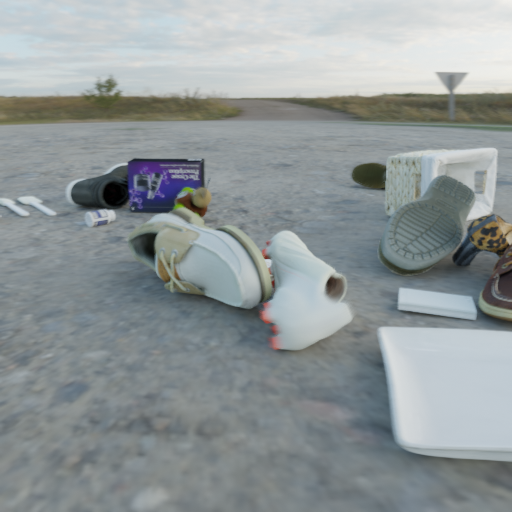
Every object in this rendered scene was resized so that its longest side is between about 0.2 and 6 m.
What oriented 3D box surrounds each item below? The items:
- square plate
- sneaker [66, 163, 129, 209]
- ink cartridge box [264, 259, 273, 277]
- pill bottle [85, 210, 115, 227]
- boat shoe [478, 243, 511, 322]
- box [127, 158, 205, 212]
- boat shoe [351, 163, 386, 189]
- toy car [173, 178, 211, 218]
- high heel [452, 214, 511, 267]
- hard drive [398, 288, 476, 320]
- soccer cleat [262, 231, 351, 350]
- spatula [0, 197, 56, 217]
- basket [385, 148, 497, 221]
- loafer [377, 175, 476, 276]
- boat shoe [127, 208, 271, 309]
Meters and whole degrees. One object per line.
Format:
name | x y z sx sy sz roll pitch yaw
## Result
square plate | 2.515 1.377 5.662 2.399 0.341 2.377 2 17 7
sneaker | -3.666 -1.854 15.247 1.337 0.953 2.695 13 27 31
ink cartridge box | -0.019 0.213 9.706 1.093 0.312 0.888 15 9 -34
pill bottle | -3.600 -0.882 12.952 0.348 0.348 0.626 16 23 42
boat shoe | 3.959 0.223 8.347 0.948 0.946 2.627 11 20 31
box | -2.259 -1.791 14.252 1.855 1.309 0.732 0 18 2
boat shoe | 4.081 -2.393 17.284 2.249 0.804 0.739 6 -7 30
toy car | -1.358 -1.361 12.869 0.775 0.982 0.806 29 45 -13
high heel | 4.511 -0.385 9.491 2.078 0.742 1.481 -12 -25 -5
hard drive | 2.603 0.686 8.133 1.042 0.137 0.687 7 17 13
soccer cleat | 0.691 0.376 7.764 1.078 0.963 2.779 -16 23 8
spatula | -6.312 -1.227 14.426 1.797 0.207 2.584 -6 18 -36
basket | 4.417 -1.742 13.534 2.464 1.670 1.520 -12 19 -34
loafer | 3.203 -0.413 10.533 1.245 1.153 3.310 36 43 18
boat shoe | -0.970 0.108 8.539 1.119 1.223 3.273 -20 22 -26
